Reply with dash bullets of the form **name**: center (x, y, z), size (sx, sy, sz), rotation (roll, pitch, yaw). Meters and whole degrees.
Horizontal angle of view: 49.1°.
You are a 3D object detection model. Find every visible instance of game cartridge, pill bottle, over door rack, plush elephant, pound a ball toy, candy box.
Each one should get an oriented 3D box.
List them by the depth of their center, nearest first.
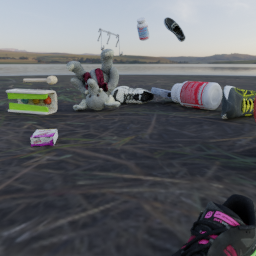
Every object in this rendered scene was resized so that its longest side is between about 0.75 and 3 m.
- **candy box**: center (-2.005, 0.223, 6.752), size (0.528, 0.236, 0.774), rotation (-2, 13, -7)
- **over door rack**: center (-0.574, -2.616, 8.650), size (0.692, 0.937, 0.312), rotation (9, -36, -28)
- **pound a ball toy**: center (-3.542, -1.301, 10.737), size (2.152, 1.404, 0.914), rotation (4, 14, 19)
- **plush elephant**: center (-1.300, -1.577, 11.250), size (2.044, 2.482, 1.922), rotation (-11, 35, 5)
- **pill bottle**: center (0.615, -4.101, 11.609), size (0.459, 0.845, 0.459), rotation (-10, 41, 8)
- **pill bottle**: center (2.830, -1.403, 11.816), size (1.102, 1.102, 1.964), rotation (-11, 17, -40)
- **game cartridge**: center (2.160, -1.560, 13.396), size (1.958, 0.407, 1.304), rotation (9, 6, -20)

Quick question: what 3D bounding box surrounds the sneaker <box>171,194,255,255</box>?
- **sneaker**: center (0.656, 1.010, 2.351), size (0.634, 0.692, 1.652), rotation (9, 16, 35)

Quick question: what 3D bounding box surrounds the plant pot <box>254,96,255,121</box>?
- **plant pot**: center (3.718, -0.349, 5.550), size (2.038, 2.038, 1.856), rotation (-1, 4, -6)

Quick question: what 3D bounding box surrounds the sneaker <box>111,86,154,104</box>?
- **sneaker**: center (0.249, -1.514, 12.948), size (2.180, 0.825, 0.956), rotation (-10, 17, -34)

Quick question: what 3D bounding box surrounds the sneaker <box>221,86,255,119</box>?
- **sneaker**: center (4.123, -0.935, 9.826), size (1.253, 1.102, 2.961), rotation (8, 16, 32)

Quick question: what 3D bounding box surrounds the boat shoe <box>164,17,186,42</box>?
- **boat shoe**: center (1.342, -2.838, 7.914), size (0.316, 0.876, 0.311), rotation (-40, -10, 1)
